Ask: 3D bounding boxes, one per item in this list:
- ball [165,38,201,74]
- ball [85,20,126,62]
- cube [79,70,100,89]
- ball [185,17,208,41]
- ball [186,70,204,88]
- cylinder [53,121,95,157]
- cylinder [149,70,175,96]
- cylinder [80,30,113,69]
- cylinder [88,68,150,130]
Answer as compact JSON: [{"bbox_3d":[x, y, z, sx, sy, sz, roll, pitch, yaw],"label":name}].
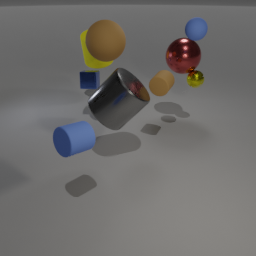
[{"bbox_3d":[2.192,-2.855,11.123,1.400,1.400,1.400,0,27,0],"label":"ball"},{"bbox_3d":[-0.776,-3.024,9.744,1.400,1.400,1.400,0,27,0],"label":"ball"},{"bbox_3d":[-1.601,-2.042,11.802,0.700,0.700,0.700,2,17,6],"label":"cube"},{"bbox_3d":[2.152,-3.122,8.842,0.700,0.700,0.700,0,27,0],"label":"ball"},{"bbox_3d":[2.692,-1.954,11.181,0.700,0.700,0.700,0,27,0],"label":"ball"},{"bbox_3d":[-1.226,0.243,6.385,0.700,0.700,0.700,22,27,37],"label":"cylinder"},{"bbox_3d":[1.151,-1.526,9.505,0.700,0.700,0.700,12,35,22],"label":"cylinder"},{"bbox_3d":[-1.434,-3.744,13.135,1.400,1.400,1.400,-2,44,2],"label":"cylinder"},{"bbox_3d":[-0.277,-0.879,8.633,1.400,1.400,1.400,37,27,-23],"label":"cylinder"}]
